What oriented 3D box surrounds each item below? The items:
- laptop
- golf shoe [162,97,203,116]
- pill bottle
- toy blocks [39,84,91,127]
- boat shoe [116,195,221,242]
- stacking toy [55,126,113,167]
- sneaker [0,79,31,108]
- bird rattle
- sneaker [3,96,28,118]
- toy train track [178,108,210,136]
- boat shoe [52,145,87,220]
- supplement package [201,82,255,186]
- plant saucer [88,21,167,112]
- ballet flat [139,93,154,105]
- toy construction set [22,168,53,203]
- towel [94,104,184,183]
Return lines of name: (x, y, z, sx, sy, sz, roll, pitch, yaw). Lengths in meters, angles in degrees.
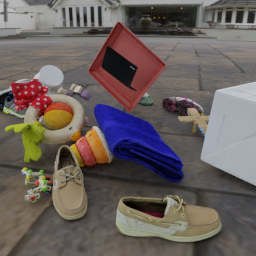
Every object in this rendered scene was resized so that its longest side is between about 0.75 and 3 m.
laptop: (-0.197, -2.156, 10.411, 1.408, 0.820, 1.588, 39, 11, 13)
golf shoe: (2.449, -0.977, 11.953, 0.937, 0.739, 2.035, -16, 27, -35)
pill bottle: (-3.212, -1.563, 10.980, 1.133, 1.133, 1.982, -15, -12, -33)
toy blocks: (-1.874, -0.452, 9.865, 1.461, 1.735, 1.622, 36, -12, -36)
boat shoe: (0.798, 1.700, 5.467, 2.084, 0.692, 0.771, 0, 22, -1)
stacking toy: (-1.293, 0.724, 7.789, 1.535, 1.121, 1.121, -25, 29, -14)
sneaker: (-5.132, -1.495, 12.711, 2.323, 0.895, 0.990, -38, 30, -29)
bird rattle: (-2.411, -0.305, 8.420, 2.202, 1.521, 2.701, 0, 45, -7)
sneaker: (-4.551, -0.887, 11.746, 1.724, 0.698, 0.637, 11, 25, 18)
toy train track: (2.594, 0.106, 9.664, 1.481, 0.420, 2.582, -2, 32, -9)
boat shoe: (-1.419, 1.198, 6.522, 0.742, 0.671, 2.081, -6, 33, -19)
supplement package: (3.639, 0.026, 7.526, 2.615, 1.985, 1.970, -16, 31, -43)
plant saucer: (-0.050, -2.499, 11.614, 2.669, 2.674, 0.491, 44, 34, 7)
ballet flat: (0.491, -1.644, 13.689, 0.731, 0.731, 1.970, -18, 28, -37)
toy construction set: (-2.181, 1.327, 6.683, 0.668, 0.469, 1.019, 16, 22, -29)
towel: (0.226, 0.217, 7.859, 2.178, 0.731, 2.950, 28, 11, -25)
